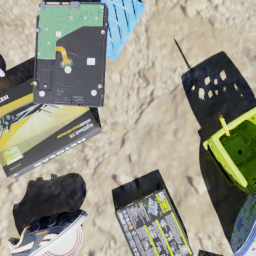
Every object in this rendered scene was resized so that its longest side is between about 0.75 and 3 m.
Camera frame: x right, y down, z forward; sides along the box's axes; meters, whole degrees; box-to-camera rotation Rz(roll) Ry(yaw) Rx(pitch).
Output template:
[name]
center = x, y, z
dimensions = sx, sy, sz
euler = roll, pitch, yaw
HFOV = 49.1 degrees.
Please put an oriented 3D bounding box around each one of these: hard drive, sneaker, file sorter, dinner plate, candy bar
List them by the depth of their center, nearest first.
[candy bar]
center = 2.202, -0.078, 6.434
dimensions = 0.083, 0.753, 0.188
euler = -27, 42, 15
[sneaker]
center = -2.153, 2.680, 7.355
dimensions = 2.213, 0.868, 0.879
euler = -35, 89, -4
[hard drive]
center = -1.495, -1.906, 7.398
dimensions = 1.862, 0.504, 2.665
euler = 3, 93, 5
[dinner plate]
center = -1.907, 3.027, 7.795
dimensions = 1.333, 0.162, 1.333
euler = 0, 79, 0
[file sorter]
center = -0.534, -3.427, 8.352
dimensions = 1.445, 1.277, 2.082
euler = 27, 81, 4

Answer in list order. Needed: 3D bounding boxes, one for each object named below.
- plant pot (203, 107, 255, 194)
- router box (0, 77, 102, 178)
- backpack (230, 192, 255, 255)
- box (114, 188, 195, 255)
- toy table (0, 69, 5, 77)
[plant pot]
center = 3.146, 0.588, 7.504
dimensions = 1.715, 1.564, 1.724
euler = -31, 81, -6
[router box]
center = -2.520, -0.225, 8.047
dimensions = 2.848, 0.744, 2.239
euler = -29, 81, -5
[backpack]
center = 3.579, 2.760, 6.807
dimensions = 1.862, 2.318, 2.533
euler = 19, 85, 15
[box]
center = 0.693, 2.856, 7.687
dimensions = 1.546, 0.427, 1.930
euler = -24, 81, -5
[toy table]
center = -4.169, -1.634, 8.386
dimensions = 0.772, 0.710, 0.452
euler = 21, 64, 10
